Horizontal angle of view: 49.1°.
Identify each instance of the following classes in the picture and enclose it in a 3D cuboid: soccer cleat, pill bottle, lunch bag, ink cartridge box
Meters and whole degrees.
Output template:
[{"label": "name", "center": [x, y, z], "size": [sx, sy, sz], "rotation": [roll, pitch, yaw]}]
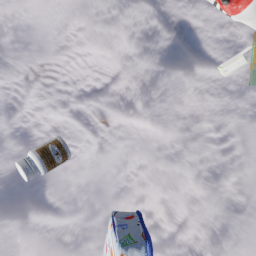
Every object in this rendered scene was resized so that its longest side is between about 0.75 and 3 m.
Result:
[{"label": "soccer cleat", "center": [2.283, -2.952, 6.156], "size": [1.194, 2.804, 0.962], "rotation": [31, 120, -26]}, {"label": "pill bottle", "center": [-1.634, 0.602, 5.434], "size": [0.953, 0.545, 0.545], "rotation": [-32, 80, -30]}, {"label": "lunch bag", "center": [-0.020, 2.390, 4.582], "size": [0.685, 1.453, 1.813], "rotation": [2, 100, -10]}, {"label": "ink cartridge box", "center": [3.046, -1.867, 7.458], "size": [1.279, 0.931, 0.307], "rotation": [-32, 95, 18]}]

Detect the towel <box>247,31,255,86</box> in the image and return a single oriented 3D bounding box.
[{"label": "towel", "center": [3.085, -1.529, 6.078], "size": [0.874, 0.129, 1.192], "rotation": [-7, 118, -1]}]
